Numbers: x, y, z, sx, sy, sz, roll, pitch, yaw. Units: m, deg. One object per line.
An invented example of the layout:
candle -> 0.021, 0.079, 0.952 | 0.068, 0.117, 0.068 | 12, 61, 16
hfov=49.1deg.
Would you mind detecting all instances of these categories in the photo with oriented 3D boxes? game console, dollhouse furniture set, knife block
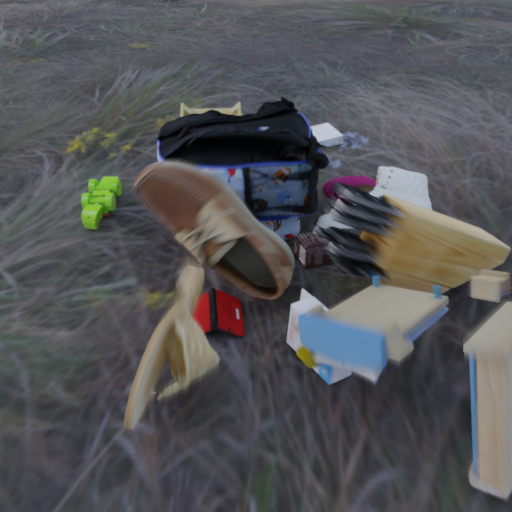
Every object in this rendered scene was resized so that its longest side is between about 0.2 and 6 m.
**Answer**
game console -> -0.746, 1.112, 9.745 | 0.881, 0.607, 1.022 | 24, 29, -22
dollhouse furniture set -> 2.518, 1.458, 8.165 | 3.021, 1.971, 2.852 | 9, 24, 42
knife block -> 2.581, -0.492, 9.512 | 3.011, 2.644, 0.963 | -26, 31, -2

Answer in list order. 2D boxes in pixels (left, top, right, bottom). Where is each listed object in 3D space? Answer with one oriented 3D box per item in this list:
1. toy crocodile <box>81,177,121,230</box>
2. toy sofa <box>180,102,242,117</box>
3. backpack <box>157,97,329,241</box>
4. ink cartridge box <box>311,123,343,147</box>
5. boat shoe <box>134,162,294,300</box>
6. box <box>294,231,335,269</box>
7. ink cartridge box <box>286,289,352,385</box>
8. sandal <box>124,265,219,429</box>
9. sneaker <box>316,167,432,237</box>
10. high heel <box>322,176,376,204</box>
toy crocodile -> -3.525, -1.302, 12.873 | 0.702, 0.642, 2.080 | -1, 30, -2
toy sofa -> -1.331, -3.983, 16.704 | 1.860, 0.908, 0.770 | -1, 59, -2
backpack -> -0.434, -1.800, 11.779 | 3.254, 2.632, 3.416 | 2, 28, -7
ink cartridge box -> 1.746, -3.414, 16.213 | 1.256, 0.315, 1.018 | -18, 38, -11
boat shoe -> -0.651, -0.403, 9.628 | 3.282, 1.243, 1.178 | 34, 27, -14
box -> 1.159, -0.136, 11.152 | 0.647, 0.537, 0.532 | -9, 35, -16
ink cartridge box -> 0.936, 1.244, 8.875 | 0.474, 0.823, 1.421 | -16, 37, -29
sandal -> -0.952, 1.268, 8.165 | 0.944, 1.053, 2.871 | 14, 42, 2
sneaker -> 2.415, -1.142, 11.675 | 2.414, 1.395, 0.889 | -4, -7, -1
high heel -> 2.630, -1.193, 12.395 | 2.400, 0.809, 1.154 | 9, 25, 8
